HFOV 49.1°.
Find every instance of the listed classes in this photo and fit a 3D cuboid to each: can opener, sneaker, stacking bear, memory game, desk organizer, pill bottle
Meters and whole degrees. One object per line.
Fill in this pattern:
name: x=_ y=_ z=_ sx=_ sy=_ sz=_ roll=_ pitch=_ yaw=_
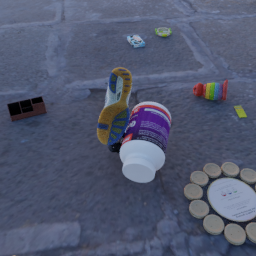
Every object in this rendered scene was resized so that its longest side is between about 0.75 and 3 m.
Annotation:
can opener: x=-0.384 y=-0.188 z=10.033 sx=0.693 sy=2.185 sz=0.859 roll=3 pitch=-2 yaw=-20
sneaker: x=-0.374 y=-0.661 z=9.298 sx=0.958 sy=1.122 sz=2.545 roll=15 pitch=85 yaw=-4
stacking bear: x=3.726 y=-1.716 z=12.778 sx=1.492 sy=0.906 sz=0.848 roll=6 pitch=82 yaw=17
memory game: x=3.307 y=2.243 z=8.835 sx=3.010 sy=0.192 sz=3.010 roll=1 pitch=42 yaw=0
desk organizer: x=-4.297 y=-0.833 z=11.934 sx=1.515 sy=0.583 sz=0.543 roll=-16 pitch=45 yaw=-17
pill bottle: x=0.572 y=0.429 z=9.144 sx=1.440 sy=1.440 sz=2.560 roll=8 pitch=47 yaw=9

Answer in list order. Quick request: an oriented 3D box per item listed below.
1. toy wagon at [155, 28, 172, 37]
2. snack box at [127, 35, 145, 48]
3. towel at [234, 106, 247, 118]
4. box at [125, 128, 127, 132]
toy wagon: x=2.293 y=-6.154 z=18.067 sx=0.997 sy=0.254 sz=1.285 roll=-1 pitch=43 yaw=-1
snack box: x=0.478 y=-5.321 z=17.161 sx=0.715 sy=0.228 sz=1.230 roll=-14 pitch=44 yaw=-15
towel: x=4.885 y=-0.707 z=12.196 sx=0.332 sy=0.070 sz=0.771 roll=-6 pitch=43 yaw=1
box: x=-0.150 y=0.105 z=11.137 sx=0.672 sy=0.263 sz=1.103 roll=-16 pitch=45 yaw=-17
